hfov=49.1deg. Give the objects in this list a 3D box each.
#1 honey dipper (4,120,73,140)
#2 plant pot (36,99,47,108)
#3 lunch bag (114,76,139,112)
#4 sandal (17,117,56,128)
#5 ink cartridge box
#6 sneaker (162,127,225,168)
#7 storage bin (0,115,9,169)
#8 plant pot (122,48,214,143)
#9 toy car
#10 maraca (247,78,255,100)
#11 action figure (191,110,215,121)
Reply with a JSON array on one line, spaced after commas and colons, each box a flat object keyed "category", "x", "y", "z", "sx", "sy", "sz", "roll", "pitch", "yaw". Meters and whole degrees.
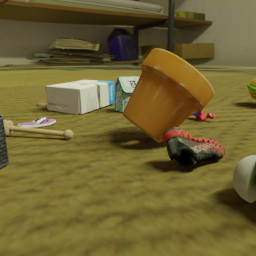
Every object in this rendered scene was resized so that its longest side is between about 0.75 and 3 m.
[{"category": "honey dipper", "x": -3.149, "y": 0.064, "z": 9.137, "sx": 2.832, "sy": 0.538, "sz": 0.538, "roll": 4, "pitch": 16, "yaw": 9}, {"category": "plant pot", "x": -3.961, "y": -1.314, "z": 14.551, "sx": 1.567, "sy": 0.215, "sz": 1.567, "roll": 0, "pitch": 15, "yaw": 0}, {"category": "lunch bag", "x": 0.114, "y": -1.609, "z": 13.025, "sx": 1.366, "sy": 1.603, "sz": 0.977, "roll": -8, "pitch": 17, "yaw": -29}, {"category": "sandal", "x": -3.368, "y": -0.236, "z": 10.450, "sx": 1.466, "sy": 0.360, "sz": 0.597, "roll": -14, "pitch": 21, "yaw": -41}, {"category": "ink cartridge box", "x": -2.245, "y": -1.600, "z": 13.708, "sx": 2.089, "sy": 1.206, "sz": 2.862, "roll": 9, "pitch": 18, "yaw": 28}, {"category": "sneaker", "x": 1.669, "y": 0.622, "z": 6.903, "sx": 1.817, "sy": 0.642, "sz": 0.888, "roll": 16, "pitch": 51, "yaw": -23}, {"category": "storage bin", "x": -4.458, "y": 0.389, "z": 6.643, "sx": 2.681, "sy": 1.257, "sz": 1.813, "roll": 5, "pitch": 17, "yaw": 21}, {"category": "plant pot", "x": 1.013, "y": -0.822, "z": 8.512, "sx": 2.321, "sy": 2.125, "sz": 2.321, "roll": 37, "pitch": 0, "yaw": 0}, {"category": "toy car", "x": 3.148, "y": 0.627, "z": 5.051, "sx": 2.190, "sy": 1.642, "sz": 1.917, "roll": -15, "pitch": 22, "yaw": -42}, {"category": "maraca", "x": 7.459, "y": -1.844, "z": 14.067, "sx": 2.876, "sy": 1.538, "sz": 1.972, "roll": 10, "pitch": 26, "yaw": 0}, {"category": "action figure", "x": 2.510, "y": -0.925, "z": 11.550, "sx": 2.234, "sy": 1.105, "sz": 0.729, "roll": 16, "pitch": 23, "yaw": 28}]
